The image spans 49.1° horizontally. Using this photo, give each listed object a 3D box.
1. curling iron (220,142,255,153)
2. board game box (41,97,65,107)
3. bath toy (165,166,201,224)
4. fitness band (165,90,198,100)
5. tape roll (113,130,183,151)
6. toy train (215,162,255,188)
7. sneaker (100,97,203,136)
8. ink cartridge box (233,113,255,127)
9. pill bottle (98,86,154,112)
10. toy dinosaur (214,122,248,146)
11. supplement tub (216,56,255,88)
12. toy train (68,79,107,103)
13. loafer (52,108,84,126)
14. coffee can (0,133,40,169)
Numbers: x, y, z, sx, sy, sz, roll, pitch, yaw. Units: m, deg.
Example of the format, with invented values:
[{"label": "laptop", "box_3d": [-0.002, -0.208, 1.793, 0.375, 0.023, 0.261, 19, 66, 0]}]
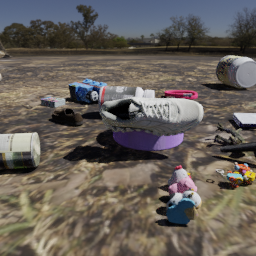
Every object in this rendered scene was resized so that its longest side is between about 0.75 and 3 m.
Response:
[{"label": "curling iron", "box_3d": [3.761, 0.354, 7.430, 2.668, 0.661, 0.341, -14, 33, 38]}, {"label": "board game box", "box_3d": [-3.823, -1.328, 14.266, 1.003, 0.322, 0.740, 10, 20, 29]}, {"label": "bath toy", "box_3d": [1.144, 1.313, 5.889, 0.698, 0.593, 1.605, 3, 18, 7]}, {"label": "fitness band", "box_3d": [3.034, -1.903, 16.026, 1.877, 0.351, 1.348, 1, 16, 1]}, {"label": "tape roll", "box_3d": [0.689, -0.060, 9.606, 2.416, 0.792, 2.416, 1, 19, 0]}, {"label": "toy train", "box_3d": [2.683, 1.163, 6.852, 1.067, 0.297, 0.801, -7, 18, -29]}, {"label": "sneaker", "box_3d": [0.615, -0.379, 7.823, 2.935, 1.103, 1.190, -2, -13, 9]}, {"label": "ink cartridge box", "box_3d": [5.026, -0.250, 11.039, 1.425, 0.314, 1.451, 2, 21, 7]}, {"label": "pill bottle", "box_3d": [-0.032, -1.128, 12.094, 2.278, 1.297, 1.297, 3, 19, 9]}, {"label": "toy dinosaur", "box_3d": [3.354, 0.285, 9.124, 1.006, 0.542, 2.283, 19, 19, 9]}, {"label": "supplement tub", "box_3d": [7.420, -3.808, 18.985, 2.023, 2.023, 2.790, -3, 18, -8]}, {"label": "toy train", "box_3d": [-2.101, -1.943, 15.126, 1.381, 1.048, 2.418, -27, 33, -36]}, {"label": "loafer", "box_3d": [-2.457, -0.544, 11.417, 1.720, 0.614, 0.628, 13, 22, 34]}, {"label": "coffee can", "box_3d": [-3.066, 0.610, 7.406, 1.285, 0.941, 0.941, -3, 19, -8]}]
